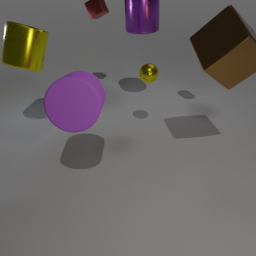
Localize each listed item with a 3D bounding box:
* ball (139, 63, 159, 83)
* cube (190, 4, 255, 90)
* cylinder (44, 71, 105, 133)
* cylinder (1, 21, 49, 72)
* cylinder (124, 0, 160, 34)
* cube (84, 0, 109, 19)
[{"bbox_3d":[0.740,-1.945,9.974,0.700,0.700,0.700,0,31,0],"label":"ball"},{"bbox_3d":[2.842,-2.210,7.862,1.400,1.400,1.400,22,44,-39],"label":"cube"},{"bbox_3d":[-1.355,-0.745,7.450,1.400,1.400,1.400,0,18,0],"label":"cylinder"},{"bbox_3d":[-3.571,-2.803,9.711,1.400,1.400,1.400,14,12,-3],"label":"cylinder"},{"bbox_3d":[0.574,-4.660,11.330,1.400,1.400,1.400,-2,31,1],"label":"cylinder"},{"bbox_3d":[-1.379,-5.341,12.452,0.700,0.700,0.700,-19,11,24],"label":"cube"}]
